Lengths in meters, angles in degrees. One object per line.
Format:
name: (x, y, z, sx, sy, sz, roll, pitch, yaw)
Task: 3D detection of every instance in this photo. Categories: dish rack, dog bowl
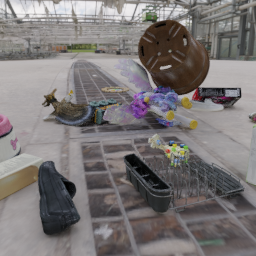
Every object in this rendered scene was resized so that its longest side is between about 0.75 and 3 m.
dish rack: (1.229, 1.030, 6.124, 2.354, 0.642, 1.805, -6, 19, -20)
dog bowl: (-4.482, 0.324, 7.681, 2.814, 1.038, 2.814, 1, 18, 0)

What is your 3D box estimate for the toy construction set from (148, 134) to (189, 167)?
toy construction set: (1.153, 0.617, 7.640, 0.830, 0.583, 1.266, -14, 33, -37)

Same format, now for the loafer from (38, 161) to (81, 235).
loafer: (-1.354, 1.238, 5.414, 0.695, 0.672, 1.980, -9, 25, -17)

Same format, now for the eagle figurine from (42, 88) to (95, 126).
eagle figurine: (-2.327, -0.798, 11.297, 2.144, 1.618, 1.627, 28, 62, -5)

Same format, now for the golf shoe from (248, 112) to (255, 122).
golf shoe: (5.552, -0.533, 11.259, 1.429, 0.519, 0.658, -4, 18, -11)

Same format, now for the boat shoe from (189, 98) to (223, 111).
boat shoe: (3.615, -1.106, 13.023, 1.599, 0.548, 0.576, 4, 18, 12)

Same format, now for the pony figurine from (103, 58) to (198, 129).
pony figurine: (0.805, -0.984, 10.459, 2.891, 2.494, 2.995, 15, 6, -45)

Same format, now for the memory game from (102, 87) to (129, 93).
memory game: (-0.830, -2.494, 18.160, 1.839, 0.117, 1.839, 0, 18, 0)

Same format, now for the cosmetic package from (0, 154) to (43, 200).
cosmetic package: (-2.613, 1.064, 6.230, 0.719, 0.486, 1.366, 11, 20, 30)

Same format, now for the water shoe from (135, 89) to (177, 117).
water shoe: (1.290, -1.317, 12.738, 1.013, 1.118, 2.834, -10, 20, -30)

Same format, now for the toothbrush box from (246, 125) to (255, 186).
toothbrush box: (3.690, 0.508, 6.488, 1.920, 1.398, 0.826, -13, 22, -35)

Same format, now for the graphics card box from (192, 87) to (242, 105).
graphics card box: (4.237, -1.513, 13.502, 2.054, 0.522, 1.288, 0, -14, 2)

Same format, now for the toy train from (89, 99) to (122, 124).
toy train: (-0.847, -0.676, 11.490, 1.033, 0.772, 1.812, 30, 31, 36)

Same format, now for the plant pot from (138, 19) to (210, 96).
plant pot: (1.718, -2.745, 10.861, 2.578, 2.578, 2.553, 7, -1, 22)

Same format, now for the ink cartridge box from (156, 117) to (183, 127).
ink cartridge box: (1.691, -0.273, 10.927, 1.106, 0.232, 0.660, -8, 19, -34)
